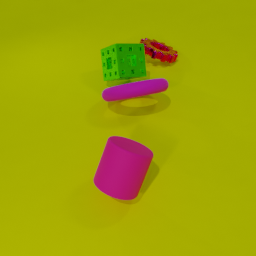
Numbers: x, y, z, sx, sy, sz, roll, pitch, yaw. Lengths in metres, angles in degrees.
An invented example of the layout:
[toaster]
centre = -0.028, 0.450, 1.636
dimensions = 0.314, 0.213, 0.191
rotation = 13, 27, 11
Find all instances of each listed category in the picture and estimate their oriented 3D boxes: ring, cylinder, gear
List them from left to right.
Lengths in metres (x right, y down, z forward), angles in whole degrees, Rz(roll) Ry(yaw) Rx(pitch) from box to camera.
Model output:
[cylinder]
centre = -0.089, 0.717, 5.164
dimensions = 0.885, 0.885, 0.885
rotation = 20, 12, -4
[ring]
centre = 0.181, -0.974, 7.210
dimensions = 1.737, 0.347, 1.737
rotation = -10, 6, 1
[gear]
centre = 1.024, -2.620, 9.423
dimensions = 1.339, 0.248, 1.339
rotation = 15, 34, -10

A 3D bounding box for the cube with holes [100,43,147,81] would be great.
[cube with holes]
centre = -0.138, -1.867, 8.018
dimensions = 0.914, 0.914, 0.914
rotation = -10, 9, -31
